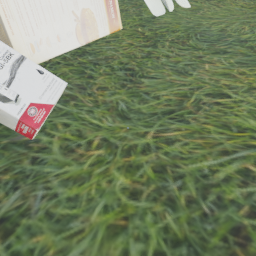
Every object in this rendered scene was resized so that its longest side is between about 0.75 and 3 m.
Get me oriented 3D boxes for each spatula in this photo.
[{"bbox_3d":[0.563,-4.550,8.012,1.992,0.230,2.864,-32,92,-36],"label":"spatula"}]

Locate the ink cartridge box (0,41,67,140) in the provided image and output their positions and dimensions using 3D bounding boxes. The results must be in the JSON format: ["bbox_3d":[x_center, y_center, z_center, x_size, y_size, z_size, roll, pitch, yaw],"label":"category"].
[{"bbox_3d":[-1.850,-0.622,4.479,1.383,0.573,1.015,32,61,-14],"label":"ink cartridge box"}]

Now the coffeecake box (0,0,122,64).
[{"bbox_3d":[-1.491,-2.601,5.591,2.566,1.970,0.938,-33,39,-29],"label":"coffeecake box"}]
